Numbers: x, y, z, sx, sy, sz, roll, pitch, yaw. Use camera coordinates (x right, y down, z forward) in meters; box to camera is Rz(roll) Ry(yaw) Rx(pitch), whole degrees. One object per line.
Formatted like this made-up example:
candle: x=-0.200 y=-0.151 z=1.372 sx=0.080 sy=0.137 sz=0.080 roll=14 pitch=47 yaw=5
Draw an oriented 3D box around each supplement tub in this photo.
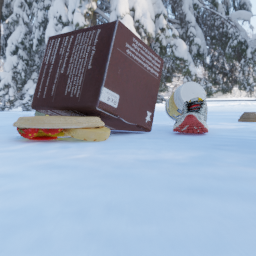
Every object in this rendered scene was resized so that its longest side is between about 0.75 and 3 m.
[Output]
supplement tub: x=1.770 y=-0.799 z=8.732 sx=0.944 sy=0.944 sz=1.306 roll=-1 pitch=-17 yaw=-11

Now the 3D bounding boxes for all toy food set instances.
toy food set: x=-1.241 y=-0.011 z=5.251 sx=1.707 sy=0.415 sz=1.690 roll=-1 pitch=4 yaw=-18

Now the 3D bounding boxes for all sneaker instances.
sneaker: x=1.480 y=-0.308 z=6.545 sx=0.782 sy=0.825 sz=2.008 roll=1 pitch=5 yaw=14

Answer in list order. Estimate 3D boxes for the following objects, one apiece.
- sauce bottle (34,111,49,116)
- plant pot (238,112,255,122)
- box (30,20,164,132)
sauce bottle: x=-4.277 y=-0.689 z=14.163 sx=0.546 sy=0.546 sz=1.689 roll=0 pitch=2 yaw=-4
plant pot: x=5.024 y=-0.459 z=11.558 sx=0.913 sy=0.422 sz=0.913 roll=0 pitch=3 yaw=0
box: x=-0.694 y=-1.039 z=6.552 sx=2.257 sy=1.853 sz=1.872 roll=3 pitch=-13 yaw=38
